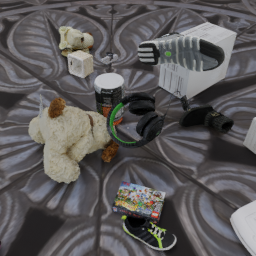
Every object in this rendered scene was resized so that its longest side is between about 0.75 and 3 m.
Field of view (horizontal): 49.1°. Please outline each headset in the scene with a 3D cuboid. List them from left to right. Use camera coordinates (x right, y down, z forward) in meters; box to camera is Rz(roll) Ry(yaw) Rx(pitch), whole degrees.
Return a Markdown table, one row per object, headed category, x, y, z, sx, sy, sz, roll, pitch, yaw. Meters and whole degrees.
| category | x | y | z | sx | sy | sz | roll | pitch | yaw |
| --- | --- | --- | --- | --- | --- | --- | --- | --- | --- |
| headset | 0.548 | -0.302 | 7.560 | 2.271 | 1.067 | 1.402 | -25 | 68 | 12 |

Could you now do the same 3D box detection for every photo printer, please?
| category | x | y | z | sx | sy | sz | roll | pitch | yaw |
| --- | --- | --- | --- | --- | --- | --- | --- | --- | --- |
| photo printer | 3.320 | 2.244 | 6.256 | 1.761 | 0.612 | 1.465 | -18 | 47 | -19 |

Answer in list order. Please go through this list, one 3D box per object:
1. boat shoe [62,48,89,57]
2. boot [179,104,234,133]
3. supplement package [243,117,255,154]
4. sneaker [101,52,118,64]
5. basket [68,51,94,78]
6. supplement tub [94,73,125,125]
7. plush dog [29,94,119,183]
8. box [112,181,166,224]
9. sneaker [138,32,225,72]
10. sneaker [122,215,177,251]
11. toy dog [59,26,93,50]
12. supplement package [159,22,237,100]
| category | x | y | z | sx | sy | sz | roll | pitch | yaw |
| --- | --- | --- | --- | --- | --- | --- | --- | --- | --- |
| boat shoe | -2.381 | -3.476 | 12.700 | 1.271 | 0.398 | 0.466 | 2 | 42 | 2 |
| boot | 2.516 | -0.199 | 8.972 | 1.513 | 0.569 | 1.131 | -22 | 47 | -23 |
| supplement package | 4.490 | 0.493 | 7.825 | 1.127 | 1.085 | 1.981 | -22 | 47 | -22 |
| sneaker | -0.903 | -3.097 | 12.355 | 0.878 | 0.331 | 0.500 | -26 | 47 | -33 |
| basket | -1.934 | -2.622 | 11.464 | 0.842 | 0.834 | 0.677 | 25 | 44 | 26 |
| supplement tub | -0.567 | -0.891 | 9.012 | 0.948 | 1.547 | 0.948 | 1 | 43 | -1 |
| plush dog | -1.362 | 0.053 | 8.004 | 2.176 | 2.032 | 2.533 | 1 | 36 | -39 |
| box | 0.281 | 1.835 | 7.000 | 1.173 | 0.221 | 0.801 | 12 | 44 | 13 |
| sneaker | 1.693 | -2.428 | 8.276 | 2.574 | 0.966 | 1.486 | 14 | 39 | 29 |
| sneaker | 0.444 | 2.306 | 6.247 | 1.297 | 0.537 | 0.465 | 14 | 44 | 15 |
| toy dog | -2.241 | -4.105 | 12.816 | 1.400 | 1.007 | 1.444 | -9 | -3 | 41 |
| supplement package | 2.564 | -2.523 | 10.500 | 2.487 | 1.937 | 1.379 | -29 | 50 | -28 |
